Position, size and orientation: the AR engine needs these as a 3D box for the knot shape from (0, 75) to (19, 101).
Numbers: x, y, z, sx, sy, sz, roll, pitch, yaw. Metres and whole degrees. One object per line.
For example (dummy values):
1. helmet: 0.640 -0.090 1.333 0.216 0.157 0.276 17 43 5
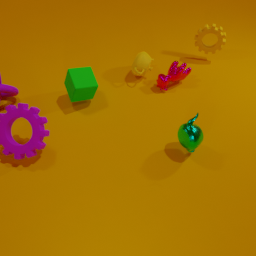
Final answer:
1. knot shape: -4.330 -1.180 8.840 0.824 1.669 1.784 43 48 7

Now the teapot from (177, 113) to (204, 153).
1. teapot: 1.812 0.174 7.933 0.620 1.267 0.788 -18 32 -22

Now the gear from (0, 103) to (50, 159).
1. gear: -2.997 0.090 7.871 1.535 0.284 1.535 0 91 9

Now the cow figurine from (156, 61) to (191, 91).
1. cow figurine: 1.605 -1.836 10.081 1.159 1.141 0.636 -5 49 -46

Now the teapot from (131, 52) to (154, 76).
1. teapot: 0.581 -2.346 10.373 0.713 0.905 1.456 27 42 3

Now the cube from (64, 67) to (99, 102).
1. cube: -1.560 -1.445 9.279 0.808 0.808 0.808 -13 68 -28

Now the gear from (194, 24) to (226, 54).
1. gear: 3.131 -3.381 10.691 1.146 1.146 0.212 11 48 9
